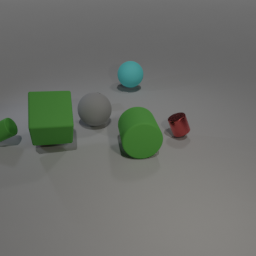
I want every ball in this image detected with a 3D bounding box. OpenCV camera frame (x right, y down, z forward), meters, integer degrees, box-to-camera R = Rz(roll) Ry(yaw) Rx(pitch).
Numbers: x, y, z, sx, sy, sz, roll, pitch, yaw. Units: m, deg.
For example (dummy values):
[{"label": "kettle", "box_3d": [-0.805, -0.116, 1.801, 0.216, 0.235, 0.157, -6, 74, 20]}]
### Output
[{"label": "ball", "box_3d": [0.132, -2.895, 15.123, 1.400, 1.400, 1.400, 0, 29, 0]}, {"label": "ball", "box_3d": [-1.379, -0.778, 11.590, 1.400, 1.400, 1.400, 0, 29, 0]}]

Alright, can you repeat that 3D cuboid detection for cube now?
[{"label": "cube", "box_3d": [-2.669, -0.330, 9.752, 1.400, 1.400, 1.400, -3, 64, -14]}]

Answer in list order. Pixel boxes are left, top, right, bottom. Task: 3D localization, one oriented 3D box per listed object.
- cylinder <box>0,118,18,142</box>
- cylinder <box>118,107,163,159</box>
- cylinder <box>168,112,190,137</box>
[{"label": "cylinder", "box_3d": [-4.526, 0.070, 10.192, 0.700, 0.700, 0.700, -23, 27, 11]}, {"label": "cylinder", "box_3d": [0.405, 0.143, 9.948, 1.400, 1.400, 1.400, -4, 28, -7]}, {"label": "cylinder", "box_3d": [1.962, -0.134, 10.762, 0.700, 0.700, 0.700, -20, 23, 9]}]
